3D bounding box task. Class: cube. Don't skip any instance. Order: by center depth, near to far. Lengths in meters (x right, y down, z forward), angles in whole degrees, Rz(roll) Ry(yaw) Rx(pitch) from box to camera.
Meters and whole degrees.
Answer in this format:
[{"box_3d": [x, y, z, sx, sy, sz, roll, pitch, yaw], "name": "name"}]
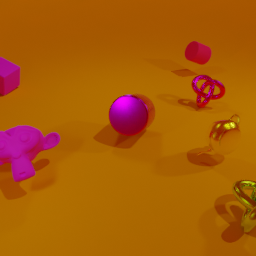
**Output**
[{"box_3d": [-4.853, -2.005, 10.836, 0.922, 0.922, 0.922, 28, 43, 5], "name": "cube"}]

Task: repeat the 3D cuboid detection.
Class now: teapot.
[{"box_3d": [2.387, 0.243, 7.249, 1.496, 0.930, 0.732, -50, 28, -1], "name": "teapot"}]

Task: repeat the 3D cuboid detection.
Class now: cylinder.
[{"box_3d": [0.144, -0.409, 8.123, 1.136, 1.136, 1.136, 9, 10, 14], "name": "cylinder"}, {"box_3d": [3.055, -3.268, 12.227, 0.835, 0.835, 0.835, 8, 24, -34], "name": "cylinder"}]

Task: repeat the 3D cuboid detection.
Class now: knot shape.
[{"box_3d": [2.578, 1.481, 5.451, 1.277, 0.630, 1.364, -45, 17, -22], "name": "knot shape"}, {"box_3d": [2.806, -1.308, 9.701, 1.114, 1.190, 0.550, -2, -1, 39], "name": "knot shape"}]

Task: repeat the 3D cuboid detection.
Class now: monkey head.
[{"box_3d": [-2.455, 0.592, 6.454, 1.842, 1.110, 1.325, -19, 78, -11], "name": "monkey head"}]
